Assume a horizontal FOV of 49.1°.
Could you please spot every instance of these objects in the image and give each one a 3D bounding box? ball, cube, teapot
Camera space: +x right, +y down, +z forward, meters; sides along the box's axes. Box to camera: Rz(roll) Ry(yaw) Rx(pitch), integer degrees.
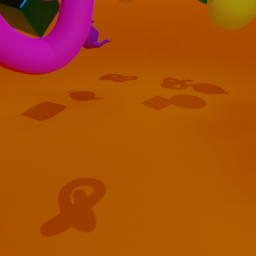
[{"bbox_3d":[2.535,-3.000,6.770,1.207,1.207,1.207,0,27,0],"label":"ball"},{"bbox_3d":[-2.179,-2.687,6.004,0.918,0.918,0.918,23,77,17],"label":"cube"},{"bbox_3d":[-1.208,-2.745,8.017,1.584,0.775,0.985,38,8,2],"label":"teapot"}]

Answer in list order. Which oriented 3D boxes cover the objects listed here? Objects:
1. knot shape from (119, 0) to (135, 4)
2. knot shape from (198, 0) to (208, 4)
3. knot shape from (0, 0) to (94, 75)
[{"bbox_3d":[0.242,-4.744,8.467,1.617,1.728,0.798,-1,40,7],"label":"knot shape"},{"bbox_3d":[2.619,-4.360,8.047,1.541,1.647,0.761,-7,19,-34],"label":"knot shape"},{"bbox_3d":[-0.348,-1.127,1.739,0.694,1.503,1.406,32,29,-10],"label":"knot shape"}]
